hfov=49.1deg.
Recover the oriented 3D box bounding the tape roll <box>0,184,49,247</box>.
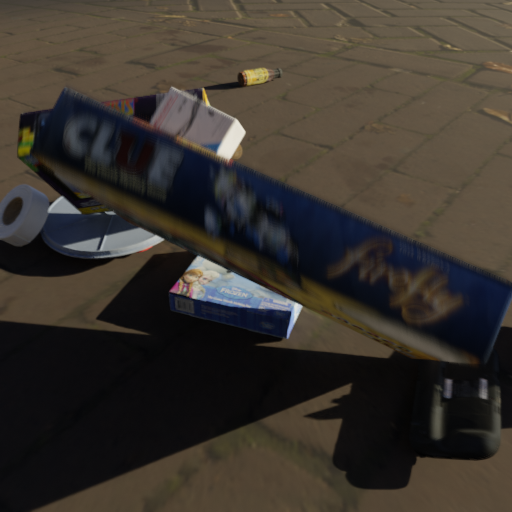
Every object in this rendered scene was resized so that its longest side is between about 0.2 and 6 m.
[{"bbox_3d":[-3.929,-0.671,9.347,1.015,0.355,1.015,-16,59,28],"label":"tape roll"}]

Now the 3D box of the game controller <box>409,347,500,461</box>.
[{"bbox_3d":[2.335,1.612,6.530,0.931,0.376,1.785,2,34,22],"label":"game controller"}]

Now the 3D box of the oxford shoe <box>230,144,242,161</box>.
[{"bbox_3d":[-1.386,-2.411,12.156,2.498,0.908,1.054,25,25,28],"label":"oxford shoe"}]

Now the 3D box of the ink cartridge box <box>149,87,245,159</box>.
[{"bbox_3d":[-0.869,-1.560,6.933,1.252,0.725,0.417,30,0,17],"label":"ink cartridge box"}]

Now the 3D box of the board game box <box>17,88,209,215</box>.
[{"bbox_3d":[-1.832,-1.483,8.549,2.652,2.193,0.752,-6,73,5],"label":"board game box"}]

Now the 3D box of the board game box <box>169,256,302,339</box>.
[{"bbox_3d":[-0.107,0.350,8.412,1.787,0.388,1.778,12,35,16],"label":"board game box"}]

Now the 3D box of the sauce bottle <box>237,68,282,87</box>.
[{"bbox_3d":[0.128,-5.323,16.559,1.374,0.453,0.453,-20,40,-25],"label":"sauce bottle"}]

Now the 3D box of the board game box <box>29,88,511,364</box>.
[{"bbox_3d":[0.144,-0.119,6.226,4.356,2.951,0.754,25,84,8],"label":"board game box"}]

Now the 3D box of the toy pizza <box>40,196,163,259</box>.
[{"bbox_3d":[-2.444,-0.644,9.807,2.534,0.401,2.534,-2,37,2],"label":"toy pizza"}]
